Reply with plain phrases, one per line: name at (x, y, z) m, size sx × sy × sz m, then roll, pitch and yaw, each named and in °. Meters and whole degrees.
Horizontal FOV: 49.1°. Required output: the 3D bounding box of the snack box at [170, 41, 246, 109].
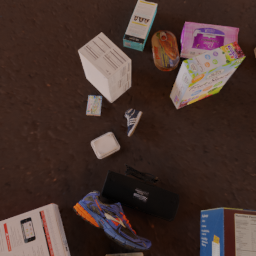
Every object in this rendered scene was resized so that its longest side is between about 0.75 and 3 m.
snack box at (2.641, -1.733, 9.866) m, size 1.905 × 2.678 × 0.709 m, roll -23°, pitch 74°, yaw -8°

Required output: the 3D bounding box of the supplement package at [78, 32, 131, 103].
supplement package at (-0.793, -2.155, 10.367) m, size 1.108 × 1.999 × 1.557 m, roll -42°, pitch 76°, yaw -13°

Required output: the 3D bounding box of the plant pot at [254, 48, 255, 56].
plant pot at (6.313, -2.487, 10.551) m, size 2.150 × 2.147 × 1.903 m, roll -1°, pitch 83°, yaw 0°

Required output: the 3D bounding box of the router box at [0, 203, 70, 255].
router box at (-3.175, 4.127, 8.937) m, size 2.451 × 0.667 × 2.731 m, roll -17°, pitch 72°, yaw -6°

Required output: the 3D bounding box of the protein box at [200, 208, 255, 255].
protein box at (3.200, 3.713, 8.117) m, size 1.686 × 2.481 × 2.499 m, roll 6°, pitch 71°, yaw 2°

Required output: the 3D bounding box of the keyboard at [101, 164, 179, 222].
keyboard at (0.509, 2.169, 9.829) m, size 2.695 × 0.534 × 1.403 m, roll 19°, pitch 95°, yaw 5°

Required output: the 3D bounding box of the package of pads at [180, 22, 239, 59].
package of pads at (3.302, -3.445, 11.405) m, size 2.288 × 0.866 × 1.378 m, roll 8°, pitch 71°, yaw 3°

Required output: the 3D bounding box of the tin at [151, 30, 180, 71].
tin at (1.526, -3.196, 11.605) m, size 1.034 × 0.387 × 1.847 m, roll -4°, pitch 71°, yaw -6°

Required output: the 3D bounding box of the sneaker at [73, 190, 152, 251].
sneaker at (-0.400, 3.026, 9.163) m, size 2.808 × 1.058 × 1.101 m, roll 32°, pitch 68°, yaw 8°

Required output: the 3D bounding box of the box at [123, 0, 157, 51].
box at (0.533, -4.363, 11.867) m, size 0.874 × 0.522 × 2.125 m, roll 17°, pitch 74°, yaw 7°

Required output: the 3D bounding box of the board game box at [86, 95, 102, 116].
board game box at (-1.313, -0.877, 10.924) m, size 0.531 × 0.135 × 0.790 m, roll 4°, pitch 71°, yaw 1°

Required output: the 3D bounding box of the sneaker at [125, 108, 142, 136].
sneaker at (0.065, -0.244, 10.567) m, size 0.603 × 0.390 × 1.112 m, roll 25°, pitch 66°, yaw 3°

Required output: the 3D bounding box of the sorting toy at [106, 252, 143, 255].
sorting toy at (-0.091, 4.673, 8.881) m, size 1.233 × 0.432 × 1.240 m, roll -3°, pitch 71°, yaw -1°

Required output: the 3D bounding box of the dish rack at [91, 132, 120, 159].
dish rack at (-0.845, 0.624, 10.387) m, size 0.933 × 0.203 × 0.800 m, roll -27°, pitch 74°, yaw -8°
